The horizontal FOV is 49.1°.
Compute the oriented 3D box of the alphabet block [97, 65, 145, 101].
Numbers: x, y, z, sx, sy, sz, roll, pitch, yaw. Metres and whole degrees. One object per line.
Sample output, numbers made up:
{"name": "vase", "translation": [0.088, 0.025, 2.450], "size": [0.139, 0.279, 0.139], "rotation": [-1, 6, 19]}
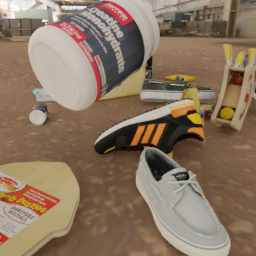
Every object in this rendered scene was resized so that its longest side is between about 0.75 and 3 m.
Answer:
{"name": "alphabet block", "translation": [-1.084, -3.078, 12.440], "size": [2.878, 2.946, 2.893], "rotation": [-13, 25, -26]}

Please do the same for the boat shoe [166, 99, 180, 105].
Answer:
{"name": "boat shoe", "translation": [1.893, -0.822, 10.262], "size": [1.193, 0.408, 0.446], "rotation": [-10, 21, 35]}

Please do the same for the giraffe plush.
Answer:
{"name": "giraffe plush", "translation": [1.294, -0.190, 7.857], "size": [1.416, 1.507, 1.746], "rotation": [-8, 55, 7]}

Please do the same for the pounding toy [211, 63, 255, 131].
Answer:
{"name": "pounding toy", "translation": [3.557, -1.058, 8.370], "size": [1.435, 1.430, 2.501], "rotation": [15, 70, 32]}

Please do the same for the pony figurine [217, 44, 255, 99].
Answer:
{"name": "pony figurine", "translation": [4.032, -1.553, 10.110], "size": [2.391, 2.477, 2.063], "rotation": [2, 8, -42]}

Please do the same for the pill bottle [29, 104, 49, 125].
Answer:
{"name": "pill bottle", "translation": [-2.932, -0.506, 9.339], "size": [0.517, 0.517, 0.974], "rotation": [-2, 22, -6]}

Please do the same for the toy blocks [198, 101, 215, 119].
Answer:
{"name": "toy blocks", "translation": [2.474, -0.539, 9.625], "size": [0.996, 0.498, 0.681], "rotation": [3, 34, 10]}

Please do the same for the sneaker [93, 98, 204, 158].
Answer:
{"name": "sneaker", "translation": [0.532, 0.286, 6.831], "size": [2.738, 1.232, 0.957], "rotation": [-23, -12, 0]}

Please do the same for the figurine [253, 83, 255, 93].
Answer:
{"name": "figurine", "translation": [5.646, -1.522, 11.443], "size": [1.813, 0.800, 1.858], "rotation": [2, 9, -16]}

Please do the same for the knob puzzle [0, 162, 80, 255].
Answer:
{"name": "knob puzzle", "translation": [-2.062, 1.360, 4.887], "size": [3.035, 0.421, 3.035], "rotation": [-1, 22, 0]}

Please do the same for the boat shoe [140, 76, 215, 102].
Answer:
{"name": "boat shoe", "translation": [1.911, -1.538, 10.862], "size": [2.881, 1.021, 1.038], "rotation": [3, -2, 7]}

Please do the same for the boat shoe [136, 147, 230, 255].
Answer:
{"name": "boat shoe", "translation": [0.788, 1.103, 4.862], "size": [0.892, 0.911, 2.557], "rotation": [-8, 24, -20]}

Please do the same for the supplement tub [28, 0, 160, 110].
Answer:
{"name": "supplement tub", "translation": [-0.684, -1.789, 6.415], "size": [1.861, 1.861, 2.652], "rotation": [18, 47, 38]}

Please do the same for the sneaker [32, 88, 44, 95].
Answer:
{"name": "sneaker", "translation": [-3.853, -1.661, 12.443], "size": [0.820, 0.326, 0.535], "rotation": [-19, 30, -40]}

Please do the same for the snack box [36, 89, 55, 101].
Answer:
{"name": "snack box", "translation": [-3.154, -1.404, 11.793], "size": [1.239, 0.328, 0.881], "rotation": [-2, 22, -6]}

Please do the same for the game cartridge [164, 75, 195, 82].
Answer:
{"name": "game cartridge", "translation": [2.772, -2.636, 15.036], "size": [1.285, 0.208, 1.133], "rotation": [-17, 27, -41]}

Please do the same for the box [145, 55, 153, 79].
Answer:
{"name": "box", "translation": [0.362, -3.742, 15.632], "size": [0.929, 1.766, 2.157], "rotation": [-13, 26, -30]}
